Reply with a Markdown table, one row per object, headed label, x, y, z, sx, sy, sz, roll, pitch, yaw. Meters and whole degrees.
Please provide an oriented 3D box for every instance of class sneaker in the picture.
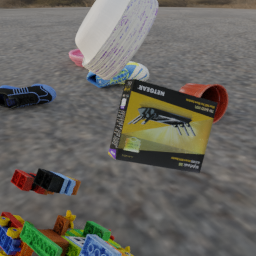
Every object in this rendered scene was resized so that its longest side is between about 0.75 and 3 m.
| label | x | y | z | sx | sy | sz | roll | pitch | yaw |
| --- | --- | --- | --- | --- | --- | --- | --- | --- | --- |
| sneaker | -3.392 | -0.952 | 9.019 | 2.063 | 0.723 | 0.804 | 0 | 35 | 9 |
| sneaker | -0.481 | -1.914 | 10.757 | 2.464 | 0.933 | 1.294 | 8 | 43 | 24 |

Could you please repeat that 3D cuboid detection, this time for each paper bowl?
| label | x | y | z | sx | sy | sz | roll | pitch | yaw |
| --- | --- | --- | --- | --- | --- | --- | --- | --- | --- |
| paper bowl | -0.287 | -1.692 | 4.744 | 0.835 | 1.606 | 1.606 | 31 | 19 | -23 |

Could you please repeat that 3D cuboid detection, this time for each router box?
| label | x | y | z | sx | sy | sz | roll | pitch | yaw |
| --- | --- | --- | --- | --- | --- | --- | --- | --- | --- |
| router box | 0.516 | -0.001 | 4.039 | 1.395 | 1.097 | 0.364 | 11 | 4 | -22 |

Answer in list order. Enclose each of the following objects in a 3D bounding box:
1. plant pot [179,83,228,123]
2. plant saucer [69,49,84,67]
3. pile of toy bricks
| label | x | y | z | sx | sy | sz | roll | pitch | yaw |
| --- | --- | --- | --- | --- | --- | --- | --- | --- | --- |
| plant pot | 2.134 | -0.819 | 8.350 | 1.172 | 1.172 | 1.140 | -14 | 23 | -24 |
| plant saucer | -1.742 | -3.485 | 13.837 | 2.277 | 0.577 | 2.277 | 1 | 29 | 0 |
| pile of toy bricks | -0.652 | 1.576 | 3.810 | 2.804 | 1.556 | 1.384 | 14 | -9 | 45 |
